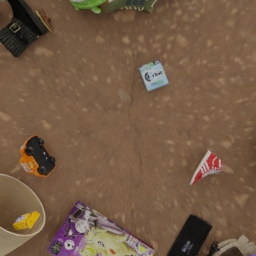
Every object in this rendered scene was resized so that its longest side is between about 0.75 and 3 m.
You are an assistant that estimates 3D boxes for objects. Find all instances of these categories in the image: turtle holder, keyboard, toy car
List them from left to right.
[{"bbox_3d":[-2.590,1.286,6.950,0.772,2.319,1.138,-21,125,22],"label":"toy car"},{"bbox_3d":[-1.275,-4.213,7.655,1.447,1.353,1.905,-37,62,8],"label":"turtle holder"},{"bbox_3d":[1.786,3.345,7.617,1.102,0.179,1.734,30,86,21],"label":"keyboard"}]

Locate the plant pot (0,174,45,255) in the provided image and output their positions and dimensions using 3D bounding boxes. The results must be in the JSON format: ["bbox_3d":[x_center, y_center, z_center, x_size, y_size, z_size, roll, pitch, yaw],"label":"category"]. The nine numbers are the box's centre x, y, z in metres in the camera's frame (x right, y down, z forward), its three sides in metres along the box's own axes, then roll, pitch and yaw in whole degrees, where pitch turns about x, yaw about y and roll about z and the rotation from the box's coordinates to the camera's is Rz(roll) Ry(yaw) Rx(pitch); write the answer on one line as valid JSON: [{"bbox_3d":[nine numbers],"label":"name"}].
[{"bbox_3d":[-3.525,2.545,7.061,2.045,1.916,1.916,-45,86,9],"label":"plant pot"}]

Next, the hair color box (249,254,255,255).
[{"bbox_3d":[2.919,3.989,6.907,2.297,0.744,1.255,-20,86,7],"label":"hair color box"}]

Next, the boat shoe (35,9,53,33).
[{"bbox_3d":[-2.405,-3.162,8.192,0.267,0.285,0.792,-35,84,-1],"label":"boat shoe"}]

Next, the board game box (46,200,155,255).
[{"bbox_3d":[-0.715,3.267,7.544,2.506,0.405,1.504,31,84,3],"label":"board game box"}]

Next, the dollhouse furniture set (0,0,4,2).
[{"bbox_3d":[-3.945,-3.495,7.922,0.797,0.551,0.845,-14,78,30],"label":"dollhouse furniture set"}]

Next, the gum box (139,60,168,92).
[{"bbox_3d":[0.738,-1.513,8.111,0.641,0.168,0.755,-21,85,-2],"label":"gum box"}]

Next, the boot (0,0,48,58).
[{"bbox_3d":[-3.285,-3.020,7.992,1.289,0.649,1.724,-38,87,-3],"label":"boot"}]

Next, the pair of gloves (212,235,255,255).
[{"bbox_3d":[3.041,4.210,7.487,1.994,0.411,2.345,-41,80,3],"label":"pair of gloves"}]

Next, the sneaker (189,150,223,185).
[{"bbox_3d":[2.167,1.202,7.652,0.629,0.398,1.118,34,70,11],"label":"sneaker"}]

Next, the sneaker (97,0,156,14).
[{"bbox_3d":[0.311,-3.651,7.962,2.318,0.777,1.041,-23,125,18],"label":"sneaker"}]
